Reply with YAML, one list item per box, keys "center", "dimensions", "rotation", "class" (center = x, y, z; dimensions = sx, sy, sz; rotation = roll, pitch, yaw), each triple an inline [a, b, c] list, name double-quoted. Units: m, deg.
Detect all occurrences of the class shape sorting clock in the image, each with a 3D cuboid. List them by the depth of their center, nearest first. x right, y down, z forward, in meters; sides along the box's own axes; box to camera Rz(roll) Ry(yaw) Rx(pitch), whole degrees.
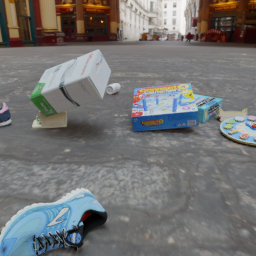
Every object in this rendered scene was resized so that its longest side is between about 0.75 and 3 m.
- center: [4.750, 0.039, 10.509]
  dimensions: [2.473, 0.485, 2.473]
  rotation: [0, 21, 0]
  class: "shape sorting clock"

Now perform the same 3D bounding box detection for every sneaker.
- center: [-1.310, 1.877, 5.248]
  dimensions: [1.014, 0.883, 2.254]
  rotation: [22, 30, 38]
  class: "sneaker"
- center: [-5.958, -0.472, 11.144]
  dimensions: [2.373, 0.973, 0.833]
  rotation: [-12, 24, -29]
  class: "sneaker"

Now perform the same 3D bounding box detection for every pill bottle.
- center: [-0.843, -2.342, 16.583]
  dimensions: [0.558, 0.558, 0.976]
  rotation: [10, 23, 24]
  class: "pill bottle"

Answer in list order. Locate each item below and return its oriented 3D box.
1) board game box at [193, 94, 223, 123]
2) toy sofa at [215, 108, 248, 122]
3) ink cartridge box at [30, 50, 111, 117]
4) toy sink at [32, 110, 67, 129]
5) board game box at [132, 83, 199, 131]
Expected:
- center: [2.726, -1.107, 13.256]
  dimensions: [2.766, 0.649, 2.088]
  rotation: [16, 26, 35]
  class: "board game box"
- center: [4.480, -0.539, 12.132]
  dimensions: [1.252, 0.611, 0.519]
  rotation: [1, -4, 3]
  class: "toy sofa"
- center: [-2.069, -1.658, 10.432]
  dimensions: [2.574, 1.069, 1.887]
  rotation: [-14, 40, 24]
  class: "ink cartridge box"
- center: [-3.230, -0.513, 11.533]
  dimensions: [1.379, 0.773, 0.899]
  rotation: [-4, 21, -9]
  class: "toy sink"
- center: [1.470, -0.910, 11.560]
  dimensions: [2.526, 0.706, 2.473]
  rotation: [-5, 33, 7]
  class: "board game box"
